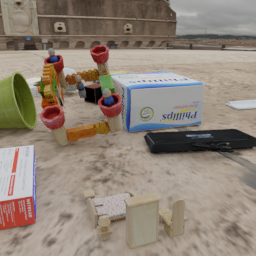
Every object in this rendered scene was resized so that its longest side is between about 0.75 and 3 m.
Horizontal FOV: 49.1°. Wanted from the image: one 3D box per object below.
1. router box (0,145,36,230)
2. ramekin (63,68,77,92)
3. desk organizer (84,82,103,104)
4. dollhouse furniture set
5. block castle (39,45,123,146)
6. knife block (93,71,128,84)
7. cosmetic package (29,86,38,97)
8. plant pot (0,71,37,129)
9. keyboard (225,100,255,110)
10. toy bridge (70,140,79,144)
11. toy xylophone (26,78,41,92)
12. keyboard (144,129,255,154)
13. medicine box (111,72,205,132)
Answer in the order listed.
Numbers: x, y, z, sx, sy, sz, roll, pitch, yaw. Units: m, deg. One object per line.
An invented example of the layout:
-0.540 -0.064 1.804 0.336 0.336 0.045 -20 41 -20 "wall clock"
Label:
-2.420 0.934 4.533 1.760 0.479 1.961 -5 20 -16 "router box"
-2.846 -2.111 12.251 1.372 0.720 1.372 -3 -10 -1 "ramekin"
-0.776 -1.242 10.654 1.927 0.691 0.742 15 26 37 "desk organizer"
0.030 0.991 4.103 1.155 0.661 1.354 -7 20 -20 "dollhouse furniture set"
-1.242 -1.059 7.222 1.900 1.334 2.843 -12 45 -2 "block castle"
-0.530 -2.003 12.682 2.529 0.809 2.220 -12 23 -32 "knife block"
-4.417 -1.463 11.681 0.597 0.434 1.173 11 20 29 "cosmetic package"
-3.589 -0.590 7.785 1.558 1.641 1.641 -14 19 0 "plant pot"
5.177 -0.905 10.553 2.913 0.155 0.820 -5 24 -13 "keyboard"
-1.268 0.177 7.306 0.335 0.136 0.996 5 20 16 "toy bridge"
-4.269 -2.031 13.232 1.448 0.497 1.978 6 20 16 "toy xylophone"
1.742 0.350 6.575 2.523 0.324 1.515 -3 13 -7 "keyboard"
0.727 -0.930 8.761 2.285 1.291 2.509 -6 20 -17 "medicine box"
